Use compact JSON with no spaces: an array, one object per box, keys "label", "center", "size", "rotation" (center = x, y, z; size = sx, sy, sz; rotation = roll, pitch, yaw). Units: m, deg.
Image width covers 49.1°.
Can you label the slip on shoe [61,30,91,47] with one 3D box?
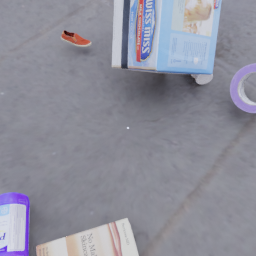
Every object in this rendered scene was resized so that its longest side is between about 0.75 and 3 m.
[{"label":"slip on shoe","center":[-1.583,-2.727,8.555],"size":[0.959,0.293,0.355],"rotation":[19,47,0]}]

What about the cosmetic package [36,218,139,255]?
[{"label":"cosmetic package","center":[-0.697,2.418,5.246],"size":[1.754,0.765,0.907],"rotation":[-17,62,-5]}]

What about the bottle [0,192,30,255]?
[{"label":"bottle","center":[-2.301,2.309,5.255],"size":[0.862,0.674,2.064],"rotation":[-22,59,24]}]

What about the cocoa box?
[{"label":"cocoa box","center":[0.934,-2.834,6.877],"size":[1.951,2.926,1.920],"rotation":[-5,15,-34]}]

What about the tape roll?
[{"label":"tape roll","center":[3.236,-0.995,7.000],"size":[1.209,1.209,0.514],"rotation":[45,34,24]}]

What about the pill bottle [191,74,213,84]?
[{"label":"pill bottle","center":[2.069,-1.859,8.139],"size":[0.649,0.649,1.159],"rotation":[-6,57,-4]}]
